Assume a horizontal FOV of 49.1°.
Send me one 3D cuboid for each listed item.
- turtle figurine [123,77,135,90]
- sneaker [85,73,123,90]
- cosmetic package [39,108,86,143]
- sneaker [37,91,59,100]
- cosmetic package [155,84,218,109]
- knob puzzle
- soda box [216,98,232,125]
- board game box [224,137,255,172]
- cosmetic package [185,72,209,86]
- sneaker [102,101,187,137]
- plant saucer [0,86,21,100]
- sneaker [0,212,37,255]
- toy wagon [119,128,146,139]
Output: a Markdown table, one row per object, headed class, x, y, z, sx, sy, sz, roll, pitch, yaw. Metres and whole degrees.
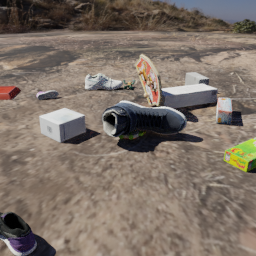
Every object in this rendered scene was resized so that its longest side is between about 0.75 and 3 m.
| class | x | y | z | sx | sy | sz | roll | pitch | yaw |
| --- | --- | --- | --- | --- | --- | --- | --- | --- | --- |
| turtle figurine | 0.087 | -2.536 | 16.057 | 0.734 | 0.493 | 0.980 | -8 | 37 | 15 |
| sneaker | -1.356 | -2.614 | 15.797 | 2.152 | 0.862 | 0.757 | -1 | 23 | -6 |
| cosmetic package | -2.420 | -0.143 | 10.439 | 1.205 | 0.743 | 1.209 | 19 | 29 | 36 |
| sneaker | -4.169 | -1.766 | 14.473 | 1.101 | 0.399 | 0.628 | -10 | 23 | -21 |
| cosmetic package | 2.740 | -1.527 | 13.488 | 2.919 | 0.739 | 1.205 | -10 | 26 | -20 |
| knob puzzle | 0.857 | -2.029 | 12.129 | 0.359 | 2.586 | 2.586 | -20 | 28 | -11 |
| soda box | 4.087 | -0.749 | 11.926 | 0.567 | 0.610 | 1.784 | 7 | 25 | 16 |
| board game box | 3.858 | 0.802 | 8.776 | 1.597 | 0.380 | 0.811 | -16 | 29 | -32 |
| cosmetic package | 3.827 | -2.539 | 15.639 | 0.708 | 0.839 | 1.570 | -8 | 24 | -17 |
| sneaker | 0.469 | -0.186 | 9.731 | 2.844 | 1.081 | 2.055 | 12 | 18 | 21 |
| plant saucer | -6.806 | -1.893 | 14.840 | 1.732 | 0.319 | 1.736 | -1 | 25 | -3 |
| sneaker | -2.514 | 1.954 | 5.833 | 1.592 | 0.697 | 0.603 | 15 | 28 | 30 |
| toy wagon | 0.119 | 0.183 | 10.359 | 1.078 | 0.213 | 0.837 | 5 | 25 | 9 |
